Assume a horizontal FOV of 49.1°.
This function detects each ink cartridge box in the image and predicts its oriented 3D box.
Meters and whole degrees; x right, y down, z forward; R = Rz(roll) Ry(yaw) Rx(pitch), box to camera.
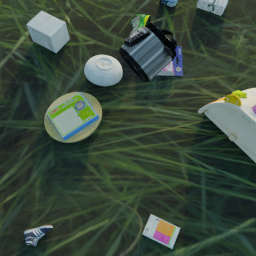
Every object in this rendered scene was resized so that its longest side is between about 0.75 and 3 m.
[{"bbox_3d":[1.413,-2.834,11.293,1.605,0.348,1.576,1,63,2],"label":"ink cartridge box"},{"bbox_3d":[3.838,-5.704,12.637,1.197,0.505,0.874,24,66,12],"label":"ink cartridge box"}]

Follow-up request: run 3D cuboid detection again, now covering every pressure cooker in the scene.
[{"bbox_3d":[0.714,-2.441,8.781,1.636,1.461,1.439,-40,81,5],"label":"pressure cooker"}]

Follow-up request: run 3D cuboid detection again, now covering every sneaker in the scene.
[{"bbox_3d":[-2.624,3.187,8.265,0.863,0.302,0.468,-15,59,0],"label":"sneaker"},{"bbox_3d":[0.389,-4.180,11.866,0.736,0.674,1.728,15,55,16],"label":"sneaker"}]

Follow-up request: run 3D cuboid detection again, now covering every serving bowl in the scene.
[{"bbox_3d":[-0.919,-2.320,10.784,1.496,0.492,1.496,5,55,-8],"label":"serving bowl"}]

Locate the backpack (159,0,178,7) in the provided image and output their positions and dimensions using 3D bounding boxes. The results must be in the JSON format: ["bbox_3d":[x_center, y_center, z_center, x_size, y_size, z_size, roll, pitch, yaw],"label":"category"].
[{"bbox_3d":[1.891,-5.911,12.717,0.757,0.556,0.693,21,69,6],"label":"backpack"}]

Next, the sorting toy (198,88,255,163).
[{"bbox_3d":[4.512,-0.463,9.714,2.639,1.566,2.932,-27,65,-34],"label":"sorting toy"}]

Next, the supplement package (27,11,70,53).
[{"bbox_3d":[-3.244,-3.934,11.496,1.253,0.944,0.951,30,67,14],"label":"supplement package"}]

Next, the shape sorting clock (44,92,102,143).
[{"bbox_3d":[-1.960,-0.410,10.017,2.089,0.410,2.089,-2,64,5],"label":"shape sorting clock"}]

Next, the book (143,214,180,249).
[{"bbox_3d":[0.993,3.092,8.378,0.951,0.228,0.635,23,68,12],"label":"book"}]
